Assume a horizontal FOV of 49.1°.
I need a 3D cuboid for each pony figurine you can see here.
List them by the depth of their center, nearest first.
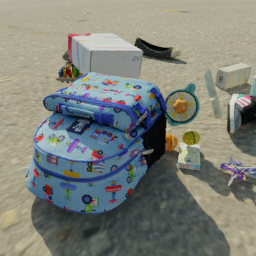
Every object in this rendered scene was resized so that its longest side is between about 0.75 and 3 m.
[{"bbox_3d":[2.464,0.956,6.271,0.803,0.669,0.775,6,-1,16],"label":"pony figurine"}]

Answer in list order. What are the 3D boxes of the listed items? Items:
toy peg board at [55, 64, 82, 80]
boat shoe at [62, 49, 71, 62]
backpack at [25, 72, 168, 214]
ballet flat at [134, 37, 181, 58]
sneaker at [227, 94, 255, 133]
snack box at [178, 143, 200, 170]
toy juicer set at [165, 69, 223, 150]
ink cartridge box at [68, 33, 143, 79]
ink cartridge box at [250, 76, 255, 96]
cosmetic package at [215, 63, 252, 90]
[{"bbox_3d":[-2.555,-2.496,12.141,0.997,0.490,1.002,1,30,2],"label":"toy peg board"},{"bbox_3d":[-2.780,-3.911,14.360,0.569,0.680,1.903,9,35,5],"label":"boat shoe"},{"bbox_3d":[-0.761,0.254,6.031,2.681,1.976,2.937,16,35,24],"label":"backpack"},{"bbox_3d":[1.476,-4.163,14.675,2.766,0.786,0.919,18,35,28],"label":"ballet flat"},{"bbox_3d":[3.677,-0.428,8.291,1.311,0.908,2.171,4,28,26],"label":"sneaker"},{"bbox_3d":[1.535,0.695,7.020,0.516,0.165,0.888,7,31,9],"label":"snack box"},{"bbox_3d":[1.504,-0.330,7.112,1.447,2.274,0.619,58,12,15],"label":"toy juicer set"},{"bbox_3d":[-1.039,-2.974,11.461,2.161,1.254,2.928,-7,33,-25],"label":"ink cartridge box"},{"bbox_3d":[5.679,-1.050,8.986,2.781,1.164,2.017,26,39,37],"label":"ink cartridge box"},{"bbox_3d":[4.203,-2.077,11.192,1.425,0.738,0.521,-18,35,-26],"label":"cosmetic package"}]
